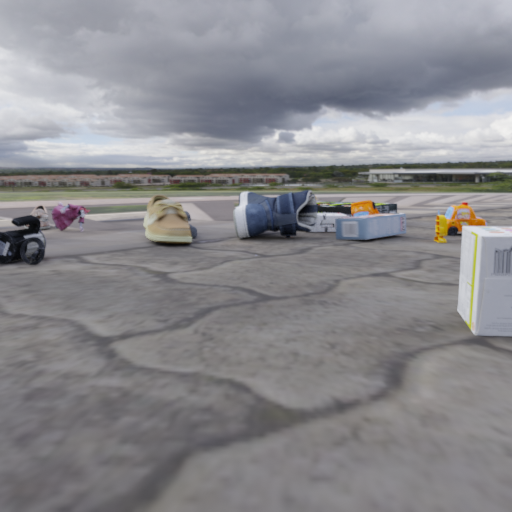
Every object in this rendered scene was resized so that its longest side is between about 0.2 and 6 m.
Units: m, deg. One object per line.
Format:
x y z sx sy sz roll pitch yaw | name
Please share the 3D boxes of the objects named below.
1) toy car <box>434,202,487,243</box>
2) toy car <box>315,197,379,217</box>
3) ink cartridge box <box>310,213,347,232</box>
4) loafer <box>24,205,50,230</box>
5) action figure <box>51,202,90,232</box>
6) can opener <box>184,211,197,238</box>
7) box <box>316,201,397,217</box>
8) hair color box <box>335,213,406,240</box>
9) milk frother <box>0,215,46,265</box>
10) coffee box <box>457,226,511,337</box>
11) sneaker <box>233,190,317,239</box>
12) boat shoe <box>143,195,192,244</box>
4.929 -0.834 13.370 1.240 0.841 2.529 3 8 19 | toy car
2.241 -0.949 14.774 2.158 1.059 0.718 4 54 22 | toy car
1.812 -0.896 15.026 1.111 0.468 0.811 -1 8 -4 | ink cartridge box
-6.220 -1.095 15.927 0.683 0.598 1.901 -3 9 -18 | loafer
-4.893 -1.092 15.029 1.136 0.761 0.846 -15 29 19 | action figure
-1.805 -0.795 13.966 0.456 0.572 1.711 -4 9 -15 | can opener
2.493 -1.331 17.353 2.808 0.691 2.907 9 11 36 | box
2.760 -0.709 13.392 1.731 0.525 0.857 -8 8 -44 | hair color box
-4.010 -0.155 9.899 0.952 0.859 0.896 45 17 5 | milk frother
2.645 0.225 5.670 0.980 0.982 0.971 1 9 10 | coffee box
0.531 -1.130 14.024 1.973 1.038 2.730 -10 17 5 | sneaker
-2.085 -0.871 12.850 0.967 0.867 2.612 2 14 -25 | boat shoe
